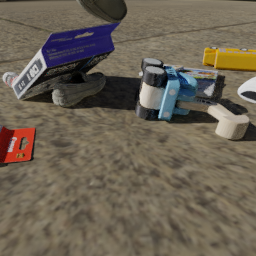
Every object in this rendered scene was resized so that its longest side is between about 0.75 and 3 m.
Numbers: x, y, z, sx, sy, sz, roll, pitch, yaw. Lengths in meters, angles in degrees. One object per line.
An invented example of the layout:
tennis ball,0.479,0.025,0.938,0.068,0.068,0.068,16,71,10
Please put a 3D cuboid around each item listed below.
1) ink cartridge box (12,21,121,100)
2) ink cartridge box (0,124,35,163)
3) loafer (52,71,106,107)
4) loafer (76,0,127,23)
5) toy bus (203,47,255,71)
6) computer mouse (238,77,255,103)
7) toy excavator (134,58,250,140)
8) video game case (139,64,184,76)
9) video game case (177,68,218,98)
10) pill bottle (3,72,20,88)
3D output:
ink cartridge box,-1.807,-2.114,8.770,2.925,0.635,2.898,-29,3,45
ink cartridge box,-3.179,0.259,6.314,1.907,0.544,1.550,-10,30,-9
loafer,-1.474,-1.432,8.950,0.833,0.832,2.384,13,32,23
loafer,-0.664,-2.652,5.031,0.786,0.788,2.253,26,0,38
toy bus,4.320,-2.847,11.622,2.289,0.745,0.896,6,30,9
computer mouse,4.530,-0.984,8.073,1.590,0.636,2.899,-39,42,-23
toy excavator,1.588,-0.767,7.507,2.669,1.333,2.595,8,30,-4
video game case,1.278,-2.196,10.779,1.286,0.147,1.170,-27,29,-32
video game case,2.279,-1.711,10.110,1.710,0.215,2.388,10,31,18
pill bottle,-3.886,-1.606,9.593,0.520,0.520,0.898,-26,37,-38
